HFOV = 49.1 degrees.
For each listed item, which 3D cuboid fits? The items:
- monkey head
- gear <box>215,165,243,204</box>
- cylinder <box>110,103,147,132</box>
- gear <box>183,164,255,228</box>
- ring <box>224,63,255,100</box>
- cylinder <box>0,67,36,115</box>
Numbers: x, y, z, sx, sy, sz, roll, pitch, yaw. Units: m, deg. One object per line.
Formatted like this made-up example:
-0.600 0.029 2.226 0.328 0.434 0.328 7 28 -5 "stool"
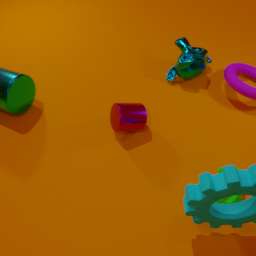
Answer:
1.876 -2.156 8.779 1.663 1.002 1.196 -25 66 -10 "monkey head"
2.299 1.428 6.487 1.102 1.102 0.204 -38 25 -22 "gear"
0.004 -0.295 7.610 0.778 0.778 0.778 -2 55 -24 "cylinder"
2.001 1.362 5.314 1.835 1.835 0.339 0 47 0 "gear"
3.686 -1.429 8.491 1.627 0.325 1.627 10 44 -10 "ring"
-3.467 -1.088 7.963 1.171 1.171 1.171 18 59 17 "cylinder"
